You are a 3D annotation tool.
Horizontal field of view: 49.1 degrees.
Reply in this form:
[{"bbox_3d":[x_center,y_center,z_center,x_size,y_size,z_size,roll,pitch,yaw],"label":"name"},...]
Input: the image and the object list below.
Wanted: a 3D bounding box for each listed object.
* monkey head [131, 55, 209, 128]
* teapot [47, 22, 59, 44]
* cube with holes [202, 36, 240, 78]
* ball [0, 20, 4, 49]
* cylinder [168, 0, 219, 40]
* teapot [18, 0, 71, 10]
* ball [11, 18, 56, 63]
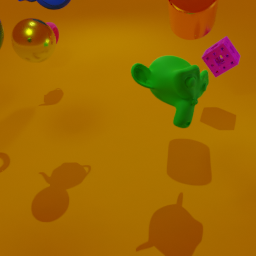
[{"bbox_3d":[0.890,-0.725,5.533,1.124,1.341,1.864,16,6,41],"label":"monkey head"},{"bbox_3d":[-2.844,-3.202,9.692,0.675,0.857,1.378,13,50,9],"label":"teapot"},{"bbox_3d":[2.938,-2.242,8.827,0.786,0.786,0.786,50,39,-11],"label":"cube with holes"},{"bbox_3d":[-2.060,-1.248,3.597,0.854,0.854,0.854,0,41,0],"label":"ball"},{"bbox_3d":[1.600,-3.007,6.940,1.191,1.191,1.191,-2,77,11],"label":"cylinder"},{"bbox_3d":[-1.807,-3.233,6.432,1.550,0.964,0.759,-29,39,-6],"label":"teapot"},{"bbox_3d":[-1.994,-1.845,5.937,0.909,0.909,0.909,0,41,0],"label":"ball"}]
